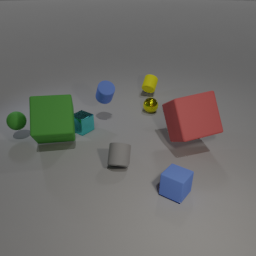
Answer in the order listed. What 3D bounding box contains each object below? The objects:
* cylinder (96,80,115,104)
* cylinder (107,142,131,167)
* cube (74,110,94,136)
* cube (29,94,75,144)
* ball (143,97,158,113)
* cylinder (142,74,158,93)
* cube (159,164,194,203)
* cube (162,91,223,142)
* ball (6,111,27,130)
[{"bbox_3d":[-0.921,-1.437,11.299,0.700,0.700,0.700,6,63,-12],"label":"cylinder"},{"bbox_3d":[-0.277,0.862,8.967,0.700,0.700,0.700,5,-11,1],"label":"cylinder"},{"bbox_3d":[-1.845,-0.214,11.241,0.700,0.700,0.700,20,34,32],"label":"cube"},{"bbox_3d":[-2.657,-0.288,10.010,1.400,1.400,1.400,-4,-13,-9],"label":"cube"},{"bbox_3d":[1.036,-1.043,12.795,0.700,0.700,0.700,0,28,0],"label":"ball"},{"bbox_3d":[1.126,-2.279,14.422,0.700,0.700,0.700,11,68,19],"label":"cylinder"},{"bbox_3d":[1.361,1.547,7.905,0.700,0.700,0.700,19,30,30],"label":"cube"},{"bbox_3d":[2.149,-0.356,9.552,1.400,1.400,1.400,-13,0,-10],"label":"cube"},{"bbox_3d":[-4.126,-0.264,10.367,0.700,0.700,0.700,0,28,0],"label":"ball"}]
